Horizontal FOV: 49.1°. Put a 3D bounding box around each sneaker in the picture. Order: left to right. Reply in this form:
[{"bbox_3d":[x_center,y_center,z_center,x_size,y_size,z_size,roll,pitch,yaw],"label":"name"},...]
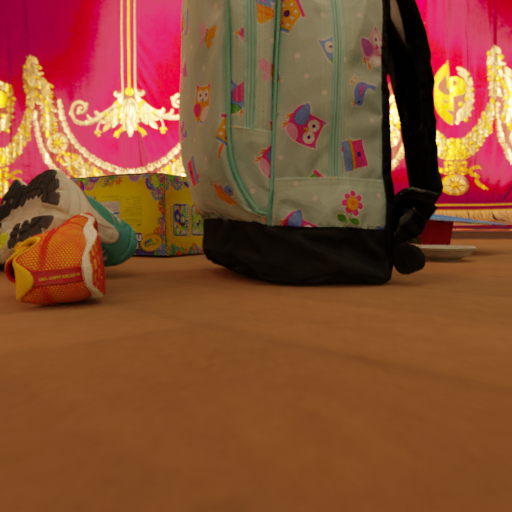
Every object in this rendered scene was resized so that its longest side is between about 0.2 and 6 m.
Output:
[{"bbox_3d":[-2.699,-0.215,7.312,1.310,1.275,3.290,28,-15,-35],"label":"sneaker"},{"bbox_3d":[-1.770,-0.011,4.959,0.784,0.742,2.033,-5,3,-16],"label":"sneaker"}]

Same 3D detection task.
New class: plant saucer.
[{"bbox_3d":[3.043,-0.036,9.112,0.991,0.249,0.991,0,4,0],"label":"plant saucer"}]

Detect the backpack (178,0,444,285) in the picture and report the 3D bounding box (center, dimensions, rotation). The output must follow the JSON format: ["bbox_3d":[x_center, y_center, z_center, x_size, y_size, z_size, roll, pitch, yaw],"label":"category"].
[{"bbox_3d":[0.335,-1.714,6.483,2.470,3.903,3.257,-2,5,-24],"label":"backpack"}]

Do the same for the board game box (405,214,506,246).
[{"bbox_3d":[2.878,-0.521,12.311,3.828,0.943,4.845,5,7,-7],"label":"board game box"}]

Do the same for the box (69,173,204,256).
[{"bbox_3d":[-2.103,-0.797,11.225,2.445,1.492,2.355,1,3,28],"label":"box"}]
